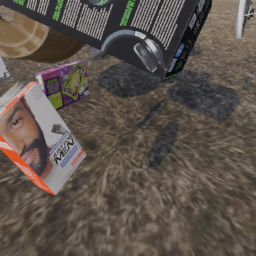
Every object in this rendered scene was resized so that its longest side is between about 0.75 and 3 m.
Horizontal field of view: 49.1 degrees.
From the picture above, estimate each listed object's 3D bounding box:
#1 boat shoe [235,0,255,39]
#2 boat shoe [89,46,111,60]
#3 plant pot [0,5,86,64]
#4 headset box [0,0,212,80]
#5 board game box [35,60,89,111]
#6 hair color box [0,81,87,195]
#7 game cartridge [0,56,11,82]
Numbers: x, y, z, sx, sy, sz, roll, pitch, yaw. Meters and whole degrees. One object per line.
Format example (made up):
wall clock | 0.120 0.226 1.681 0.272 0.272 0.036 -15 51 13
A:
boat shoe | 2.074 -2.024 4.883 0.318 0.930 0.343 4 26 13
boat shoe | -0.191 -2.468 6.634 1.014 0.921 2.757 -18 3 -42
plant pot | -2.050 -2.423 5.728 2.641 2.641 2.292 1 28 1
headset box | -0.245 -1.553 3.357 2.267 1.052 1.974 26 18 8
board game box | -1.026 -0.691 4.569 0.172 0.638 1.062 13 28 25
hair color box | -0.930 0.124 2.892 0.345 1.078 0.598 9 51 38
game cartridge | -3.710 -1.714 6.916 1.048 0.327 1.574 -25 74 -21
